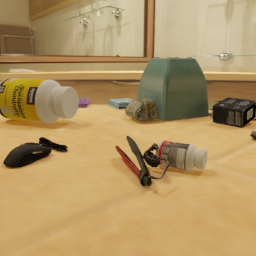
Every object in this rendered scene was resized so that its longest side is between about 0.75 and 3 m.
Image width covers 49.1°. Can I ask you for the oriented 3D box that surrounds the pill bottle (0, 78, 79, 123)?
[{"bbox_3d":[-3.492,-1.058,10.838,2.933,1.643,1.643,5,15,19],"label":"pill bottle"}]

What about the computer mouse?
[{"bbox_3d":[-2.552,0.508,7.288,1.220,0.400,1.738,12,18,36],"label":"computer mouse"}]

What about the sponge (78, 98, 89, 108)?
[{"bbox_3d":[-2.535,-1.318,14.657,0.932,0.249,1.670,-1,15,-4],"label":"sponge"}]

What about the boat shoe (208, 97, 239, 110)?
[{"bbox_3d":[4.407,-1.135,12.986,0.676,0.583,1.852,-4,7,-21],"label":"boat shoe"}]

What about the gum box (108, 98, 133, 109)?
[{"bbox_3d":[-0.216,-1.258,14.285,1.172,0.307,1.379,-7,16,-24],"label":"gum box"}]

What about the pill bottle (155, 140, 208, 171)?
[{"bbox_3d":[1.220,0.638,6.391,1.080,0.598,0.598,8,16,27],"label":"pill bottle"}]

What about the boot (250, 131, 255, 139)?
[{"bbox_3d":[4.474,-0.073,8.332,1.500,0.988,0.524,6,16,28],"label":"boot"}]

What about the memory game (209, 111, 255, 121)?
[{"bbox_3d":[4.462,-0.523,11.820,2.008,0.128,2.008,0,14,0],"label":"memory game"}]

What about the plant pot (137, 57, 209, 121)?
[{"bbox_3d":[1.929,-1.822,12.192,2.416,2.468,2.423,-6,16,-25],"label":"plant pot"}]

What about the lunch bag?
[{"bbox_3d":[0.507,-0.686,11.200,0.996,0.827,1.187,-21,21,-18],"label":"lunch bag"}]

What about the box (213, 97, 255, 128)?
[{"bbox_3d":[4.047,-0.623,10.646,1.185,0.707,1.205,-26,30,-38],"label":"box"}]

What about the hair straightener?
[{"bbox_3d":[0.317,0.589,6.172,0.836,0.444,2.172,-44,19,0],"label":"hair straightener"}]
